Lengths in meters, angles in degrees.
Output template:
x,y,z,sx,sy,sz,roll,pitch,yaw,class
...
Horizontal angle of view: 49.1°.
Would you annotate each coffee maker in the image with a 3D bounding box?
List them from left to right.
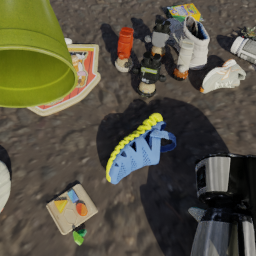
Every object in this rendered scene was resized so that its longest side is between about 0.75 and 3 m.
x,y,z,sx,sy,sz,roll,pitch,yaw,class
2.309,1.952,5.151,2.436,1.708,2.536,24,63,-18,coffee maker

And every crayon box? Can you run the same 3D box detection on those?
x,y,z,sx,sy,sz,roll,pitch,yaw,class
2.171,-4.307,10.571,1.246,0.321,0.783,-12,55,-9,crayon box

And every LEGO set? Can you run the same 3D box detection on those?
x,y,z,sx,sy,sz,roll,pitch,yaw,class
4.176,-3.134,9.713,1.131,0.321,0.735,-31,66,-25,LEGO set

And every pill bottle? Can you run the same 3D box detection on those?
x,y,z,sx,sy,sz,roll,pitch,yaw,class
3.959,-2.491,9.041,1.104,0.629,0.629,34,60,23,pill bottle

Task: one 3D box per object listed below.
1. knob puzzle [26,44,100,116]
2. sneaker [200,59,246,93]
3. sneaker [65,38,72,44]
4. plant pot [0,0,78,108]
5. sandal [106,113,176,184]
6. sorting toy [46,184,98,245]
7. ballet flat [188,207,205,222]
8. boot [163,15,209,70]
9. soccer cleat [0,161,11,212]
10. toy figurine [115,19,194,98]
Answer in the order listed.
x,y,z,sx,sy,sz,roll,pitch,yaw,class
-2.313,-1.657,8.516,3.251,0.451,3.251,0,55,-1,knob puzzle
2.863,-1.430,8.297,1.659,0.628,0.763,-34,65,-21,sneaker
-2.450,-3.007,9.527,1.038,0.459,0.391,-1,52,-1,sneaker
-1.946,-1.577,4.917,1.894,1.894,1.824,-9,71,-7,plant pot
0.377,0.547,6.702,0.963,0.879,2.211,38,63,19,sandal
-1.130,1.882,6.101,0.900,0.179,1.218,-30,59,-20,sorting toy
1.750,1.983,5.926,0.987,0.343,0.343,19,56,9,ballet flat
1.906,-3.170,9.164,0.946,1.229,2.572,-18,56,-13,boot
-3.080,1.647,5.793,0.855,0.957,2.467,1,53,0,soccer cleat
0.780,-2.074,8.346,2.015,1.424,2.047,-24,55,-24,toy figurine
